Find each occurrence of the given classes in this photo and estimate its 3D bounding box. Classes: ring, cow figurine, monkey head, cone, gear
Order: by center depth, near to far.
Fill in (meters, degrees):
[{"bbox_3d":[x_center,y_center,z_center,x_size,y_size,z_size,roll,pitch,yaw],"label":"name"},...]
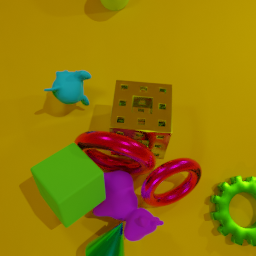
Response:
[{"bbox_3d":[-0.329,2.571,6.433,1.010,1.010,1.014,26,107,6],"label":"cone"},{"bbox_3d":[-0.312,0.626,6.564,1.974,1.974,0.395,14,66,3],"label":"ring"},{"bbox_3d":[-0.011,1.753,6.579,1.636,0.913,1.663,-9,71,28],"label":"cow figurine"},{"bbox_3d":[1.044,1.319,6.684,1.592,1.592,0.318,-26,48,-5],"label":"ring"},{"bbox_3d":[-1.378,-1.013,7.004,0.986,1.371,0.826,-4,76,39],"label":"monkey head"},{"bbox_3d":[2.942,2.066,7.076,1.679,0.311,1.679,0,77,0],"label":"gear"}]

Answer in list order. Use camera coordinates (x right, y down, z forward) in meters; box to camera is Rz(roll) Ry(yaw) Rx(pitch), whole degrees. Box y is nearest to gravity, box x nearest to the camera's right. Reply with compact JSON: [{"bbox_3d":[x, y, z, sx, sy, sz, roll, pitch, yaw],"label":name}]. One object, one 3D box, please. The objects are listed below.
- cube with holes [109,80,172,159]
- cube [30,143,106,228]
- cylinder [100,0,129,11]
[{"bbox_3d":[0.307,-0.176,6.858,1.344,1.344,1.344,5,59,1],"label":"cube with holes"},{"bbox_3d":[-1.237,1.203,5.983,1.078,1.078,1.078,-33,55,-28],"label":"cube"},{"bbox_3d":[-0.401,-3.977,8.007,0.912,0.912,0.912,0,91,0],"label":"cylinder"}]
